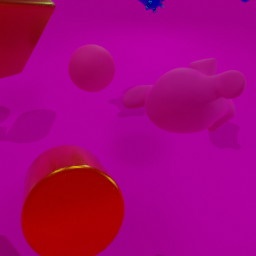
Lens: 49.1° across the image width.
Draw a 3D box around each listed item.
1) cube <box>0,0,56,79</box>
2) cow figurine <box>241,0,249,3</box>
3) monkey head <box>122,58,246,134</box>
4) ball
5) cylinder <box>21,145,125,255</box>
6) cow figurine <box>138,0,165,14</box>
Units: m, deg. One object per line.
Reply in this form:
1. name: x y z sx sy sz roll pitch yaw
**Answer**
1. cube: -1.875 -1.378 3.396 1.184 1.184 1.184 42 29 1
2. cow figurine: 2.904 -3.776 6.525 0.853 1.530 1.555 -7 -5 8
3. monkey head: 0.737 -0.467 3.407 1.558 0.939 1.121 -3 71 40
4. ball: -0.678 -1.112 5.258 0.878 0.878 0.878 0 35 0
5. cylinder: -0.566 0.678 2.751 0.876 0.876 0.876 -12 12 -16
6. cow figurine: 0.722 -4.132 7.689 0.907 1.626 1.652 -37 15 -22
